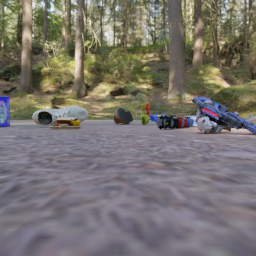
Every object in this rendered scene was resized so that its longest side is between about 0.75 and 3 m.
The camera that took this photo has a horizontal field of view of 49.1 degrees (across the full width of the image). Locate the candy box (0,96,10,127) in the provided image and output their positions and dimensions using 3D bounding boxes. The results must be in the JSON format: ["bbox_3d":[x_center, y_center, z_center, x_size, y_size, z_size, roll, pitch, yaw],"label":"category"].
[{"bbox_3d":[-5.984,-0.713,12.062,0.623,1.367,1.617,1,2,35],"label":"candy box"}]

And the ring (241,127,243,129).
[{"bbox_3d":[5.124,-0.102,11.251,2.441,0.234,2.441,1,2,0],"label":"ring"}]

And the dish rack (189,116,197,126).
[{"bbox_3d":[3.257,-0.351,14.358,2.042,0.518,2.379,-2,2,-28],"label":"dish rack"}]

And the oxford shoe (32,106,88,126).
[{"bbox_3d":[-2.908,-0.466,12.168,2.369,0.891,0.684,-4,7,-18],"label":"oxford shoe"}]

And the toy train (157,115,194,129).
[{"bbox_3d":[1.962,-0.234,10.916,0.684,0.509,2.986,5,5,29],"label":"toy train"}]

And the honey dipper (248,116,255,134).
[{"bbox_3d":[3.066,0.010,6.270,0.439,0.439,2.309,1,6,15],"label":"honey dipper"}]

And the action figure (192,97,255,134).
[{"bbox_3d":[2.572,-0.120,7.480,1.785,0.965,1.845,-9,36,-38],"label":"action figure"}]

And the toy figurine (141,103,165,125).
[{"bbox_3d":[1.634,-0.738,15.880,1.453,1.280,2.426,6,4,12],"label":"toy figurine"}]

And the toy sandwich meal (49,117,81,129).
[{"bbox_3d":[-2.308,-0.187,10.411,1.278,0.438,1.278,0,2,0],"label":"toy sandwich meal"}]

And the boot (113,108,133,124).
[{"bbox_3d":[-0.508,-0.587,17.698,1.099,1.072,2.912,-19,-6,11],"label":"boot"}]
